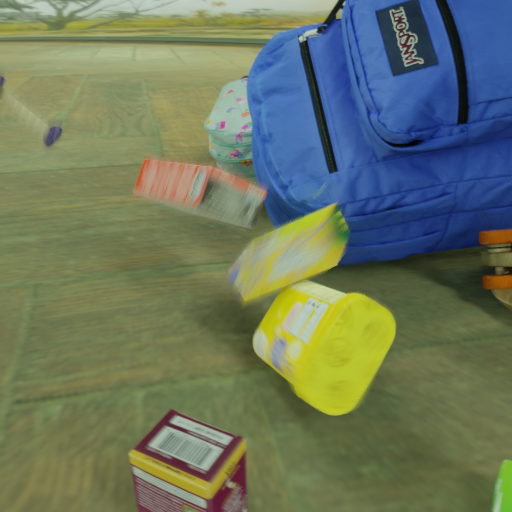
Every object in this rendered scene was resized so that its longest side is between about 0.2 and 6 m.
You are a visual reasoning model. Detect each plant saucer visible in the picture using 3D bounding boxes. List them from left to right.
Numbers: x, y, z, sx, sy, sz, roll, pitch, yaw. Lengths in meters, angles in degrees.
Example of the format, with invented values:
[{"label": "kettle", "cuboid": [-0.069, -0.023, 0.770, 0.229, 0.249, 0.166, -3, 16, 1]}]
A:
[{"label": "plant saucer", "cuboid": [4.056, 0.518, 7.531, 1.657, 0.293, 1.657, -11, 18, 4]}]

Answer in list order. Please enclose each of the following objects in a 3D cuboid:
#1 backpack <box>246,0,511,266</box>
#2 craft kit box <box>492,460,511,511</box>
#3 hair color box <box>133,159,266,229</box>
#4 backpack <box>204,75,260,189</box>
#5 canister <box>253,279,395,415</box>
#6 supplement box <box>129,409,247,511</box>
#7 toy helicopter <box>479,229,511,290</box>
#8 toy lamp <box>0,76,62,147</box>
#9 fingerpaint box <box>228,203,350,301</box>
[{"label": "backpack", "cuboid": [2.058, -2.038, 8.076, 4.443, 3.729, 3.611, -11, 65, 6]}, {"label": "craft kit box", "cuboid": [2.572, 2.499, 3.853, 1.896, 0.460, 1.872, 13, 27, 23]}, {"label": "hair color box", "cuboid": [-0.748, -0.805, 7.071, 0.899, 0.518, 1.621, 20, -1, -41]}, {"label": "backpack", "cuboid": [0.035, -2.646, 11.755, 2.384, 1.809, 2.857, -2, 46, 26]}, {"label": "canister", "cuboid": [0.611, 0.832, 5.761, 0.651, 1.117, 1.504, 33, -5, -19]}, {"label": "supplement box", "cuboid": [-0.487, 1.859, 4.331, 0.714, 1.090, 0.562, 14, 30, 24]}, {"label": "toy helicopter", "cuboid": [3.928, -0.011, 8.020, 1.324, 0.790, 2.002, -5, 0, 22]}, {"label": "toy lamp", "cuboid": [-3.521, -2.202, 8.268, 0.398, 1.368, 0.398, -26, 42, 26]}, {"label": "fingerpaint box", "cuboid": [0.414, -0.048, 6.557, 1.211, 0.444, 1.011, -23, 14, 25]}]
